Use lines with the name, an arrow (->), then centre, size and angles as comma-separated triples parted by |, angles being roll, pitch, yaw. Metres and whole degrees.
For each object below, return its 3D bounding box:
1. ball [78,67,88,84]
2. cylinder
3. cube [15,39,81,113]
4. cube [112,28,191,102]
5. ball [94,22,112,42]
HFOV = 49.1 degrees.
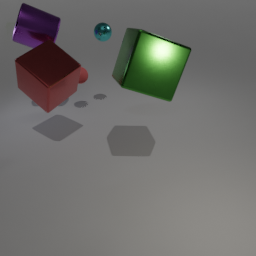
ball -> -2.016, -2.201, 11.694 | 0.700, 0.700, 0.700 | 0, 30, 0
cylinder -> -3.367, -3.639, 10.334 | 1.400, 1.400, 1.400 | 16, 24, -23
cube -> -2.536, -1.640, 8.947 | 1.400, 1.400, 1.400 | 40, 58, 7
cube -> 0.536, -1.674, 7.290 | 1.400, 1.400, 1.400 | 14, 17, -18
ball -> -0.971, -3.695, 10.799 | 0.700, 0.700, 0.700 | 0, 30, 0
